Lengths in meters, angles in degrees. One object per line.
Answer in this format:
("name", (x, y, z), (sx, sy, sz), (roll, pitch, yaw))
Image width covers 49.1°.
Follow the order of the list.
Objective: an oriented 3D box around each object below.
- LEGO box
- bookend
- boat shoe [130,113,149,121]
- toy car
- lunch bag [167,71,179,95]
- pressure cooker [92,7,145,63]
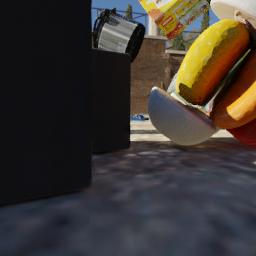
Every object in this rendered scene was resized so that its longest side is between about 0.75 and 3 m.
("LEGO box", (1.552, -3.466, 6.905), (2.347, 0.905, 1.747), (-37, -11, 18))
("bookend", (-0.847, -0.336, 2.295), (2.690, 1.247, 2.707), (-2, 4, -36))
("boat shoe", (0.499, -0.533, 14.003), (1.168, 0.401, 0.492), (1, 3, 24))
("toy car", (1.481, -0.515, 3.660), (1.687, 1.968, 2.249), (37, 15, 16))
("lunch bag", (2.769, -0.997, 7.615), (2.900, 2.021, 2.433), (2, -13, -27))
("pressure cooker", (-0.477, -3.597, 10.968), (1.958, 1.722, 1.749), (24, 0, 8))
